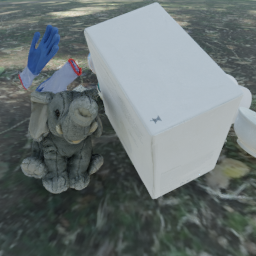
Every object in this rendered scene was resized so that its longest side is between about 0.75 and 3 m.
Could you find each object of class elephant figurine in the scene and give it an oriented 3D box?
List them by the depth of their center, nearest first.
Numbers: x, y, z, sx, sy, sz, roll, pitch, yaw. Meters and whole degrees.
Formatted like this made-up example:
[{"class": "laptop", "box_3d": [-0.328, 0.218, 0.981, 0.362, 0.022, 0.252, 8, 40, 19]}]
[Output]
[{"class": "elephant figurine", "box_3d": [-1.234, -0.113, 6.030, 2.141, 2.759, 1.952, 29, 38, 19]}]

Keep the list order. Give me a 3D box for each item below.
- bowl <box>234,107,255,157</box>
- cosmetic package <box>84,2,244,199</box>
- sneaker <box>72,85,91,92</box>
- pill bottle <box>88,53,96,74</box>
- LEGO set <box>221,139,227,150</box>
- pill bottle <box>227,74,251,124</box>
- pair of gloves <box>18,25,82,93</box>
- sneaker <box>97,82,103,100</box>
[{"class": "bowl", "box_3d": [3.407, 0.260, 7.226, 1.773, 0.797, 1.773, 25, 25, -12]}, {"class": "cosmetic package", "box_3d": [0.574, -0.479, 5.808, 1.688, 2.745, 2.737, -25, 59, -9]}, {"class": "sneaker", "box_3d": [-1.815, -1.167, 9.646, 0.555, 0.674, 1.465, -1, -1, 39]}, {"class": "pill bottle", "box_3d": [-0.972, -2.698, 11.280, 1.242, 1.242, 2.284, -7, 16, -11]}, {"class": "LEGO set", "box_3d": [1.913, -0.201, 7.726, 1.506, 0.657, 2.319, 26, 8, -39]}, {"class": "pill bottle", "box_3d": [2.584, -1.187, 9.213, 1.506, 1.506, 2.679, -15, 32, -23]}, {"class": "pair of gloves", "box_3d": [-2.572, -1.754, 8.921, 0.338, 2.386, 2.968, 6, 46, -52]}, {"class": "sneaker", "box_3d": [-0.183, -1.391, 9.927, 1.127, 1.158, 2.908, -15, 28, -28]}]
